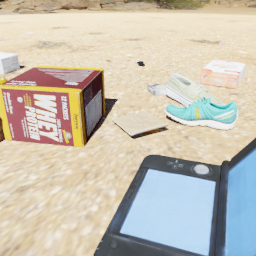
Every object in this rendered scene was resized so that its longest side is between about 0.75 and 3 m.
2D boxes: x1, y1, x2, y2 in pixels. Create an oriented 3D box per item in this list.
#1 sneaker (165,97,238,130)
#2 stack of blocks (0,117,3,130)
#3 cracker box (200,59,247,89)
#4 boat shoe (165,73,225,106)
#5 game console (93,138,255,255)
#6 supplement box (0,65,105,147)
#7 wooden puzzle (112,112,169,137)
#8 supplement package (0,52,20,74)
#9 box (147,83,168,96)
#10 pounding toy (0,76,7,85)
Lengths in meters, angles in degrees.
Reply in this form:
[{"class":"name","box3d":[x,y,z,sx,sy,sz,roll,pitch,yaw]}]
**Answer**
[{"class":"sneaker","box3d":[2.039,-0.511,7.857,1.985,0.791,0.769,7,27,14]},{"class":"stack of blocks","box3d":[-3.414,-0.099,7.077,0.306,0.601,1.043,19,1,-11]},{"class":"cracker box","box3d":[3.977,-2.297,11.603,1.428,0.615,2.132,13,30,25]},{"class":"boat shoe","box3d":[2.104,-1.115,9.041,0.851,0.733,2.363,-21,37,-35]},{"class":"game console","box3d":[1.158,0.797,4.194,2.621,1.735,2.981,9,28,17]},{"class":"supplement box","box3d":[-1.898,-0.693,7.516,2.098,1.412,2.127,5,27,9]},{"class":"wooden puzzle","box3d":[0.314,-0.080,7.604,1.132,0.283,1.222,-14,25,-26]},{"class":"supplement package","box3d":[-5.866,-3.005,12.894,1.294,0.717,1.008,13,30,22]},{"class":"box","box3d":[1.243,-1.431,10.329,0.877,0.212,0.695,-9,28,-16]},{"class":"pounding toy","box3d":[-4.156,-1.228,9.113,2.022,0.938,1.561,-1,27,-1]}]
